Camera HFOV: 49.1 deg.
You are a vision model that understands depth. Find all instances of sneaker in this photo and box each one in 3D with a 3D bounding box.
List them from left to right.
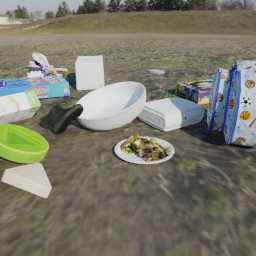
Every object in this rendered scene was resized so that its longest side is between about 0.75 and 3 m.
[{"bbox_3d":[-4.321,-3.108,14.168,0.725,0.848,2.066,4,23,10],"label":"sneaker"},{"bbox_3d":[-1.711,-0.357,7.143,0.404,1.346,0.702,1,53,-53],"label":"sneaker"}]

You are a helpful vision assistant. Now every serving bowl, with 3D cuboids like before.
[{"bbox_3d":[-0.443,-0.534,7.777,2.068,0.680,2.068,-14,31,8],"label":"serving bowl"}]

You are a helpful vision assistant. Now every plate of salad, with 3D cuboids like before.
[{"bbox_3d":[0.368,0.414,6.260,1.340,0.322,1.340,1,22,0],"label":"plate of salad"}]

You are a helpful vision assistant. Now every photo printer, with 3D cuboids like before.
[{"bbox_3d":[1.266,-0.451,8.051,1.602,0.556,1.333,-14,26,-32],"label":"photo printer"}]

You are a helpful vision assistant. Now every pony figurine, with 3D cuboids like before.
[{"bbox_3d":[-3.832,-2.799,13.302,1.477,1.274,1.530,16,10,13],"label":"pony figurine"}]

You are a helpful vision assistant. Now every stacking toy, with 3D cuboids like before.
[{"bbox_3d":[-2.911,0.747,5.198,2.640,1.232,2.916,19,16,-27],"label":"stacking toy"}]

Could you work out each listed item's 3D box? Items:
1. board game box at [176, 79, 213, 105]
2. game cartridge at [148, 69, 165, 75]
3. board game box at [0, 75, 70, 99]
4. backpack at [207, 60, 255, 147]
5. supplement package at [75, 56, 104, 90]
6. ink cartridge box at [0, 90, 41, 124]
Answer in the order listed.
[{"bbox_3d":[2.906,-1.385,10.424,1.772,0.502,1.465,-10,23,-22],"label":"board game box"},{"bbox_3d":[1.471,-2.961,14.756,0.531,0.166,0.798,-14,26,-40],"label":"game cartridge"},{"bbox_3d":[-3.622,-1.555,10.742,2.400,0.540,1.825,-9,22,-22],"label":"board game box"},{"bbox_3d":[2.709,-0.558,6.623,1.619,2.102,2.002,-1,27,11],"label":"backpack"},{"bbox_3d":[-1.624,-2.428,12.116,1.145,1.149,1.958,-2,22,-6],"label":"supplement package"},{"bbox_3d":[-3.321,-0.481,7.620,1.593,0.536,0.933,-21,-7,-42],"label":"ink cartridge box"}]
